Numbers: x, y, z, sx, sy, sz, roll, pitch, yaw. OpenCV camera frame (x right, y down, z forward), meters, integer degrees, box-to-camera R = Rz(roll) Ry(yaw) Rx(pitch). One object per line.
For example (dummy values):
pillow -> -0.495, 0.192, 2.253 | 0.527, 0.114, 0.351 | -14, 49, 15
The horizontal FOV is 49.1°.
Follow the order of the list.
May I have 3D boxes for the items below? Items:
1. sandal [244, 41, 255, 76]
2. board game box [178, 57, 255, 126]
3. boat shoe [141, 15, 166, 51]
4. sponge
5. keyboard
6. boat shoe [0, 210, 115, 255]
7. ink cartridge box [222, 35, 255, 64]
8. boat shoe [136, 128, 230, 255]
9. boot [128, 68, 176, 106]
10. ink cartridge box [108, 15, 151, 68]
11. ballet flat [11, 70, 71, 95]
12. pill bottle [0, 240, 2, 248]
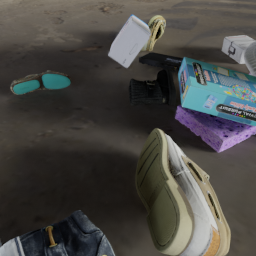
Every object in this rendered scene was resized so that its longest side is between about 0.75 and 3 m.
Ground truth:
sandal -> 4.481, -1.899, 9.156 | 1.199, 0.724, 2.946 | -5, 46, 19
board game box -> 2.390, -0.830, 6.546 | 2.321, 0.545, 1.752 | 15, 34, -2
boat shoe -> 1.116, -3.958, 11.792 | 0.842, 0.976, 2.676 | 23, 42, 14
sponge -> 2.811, -0.426, 7.263 | 2.838, 0.423, 1.583 | -19, 42, -26
keyboard -> 1.531, -2.241, 9.933 | 2.317, 0.297, 1.391 | 17, 33, 24
boat shoe -> -0.497, 2.108, 3.211 | 1.291, 1.006, 2.843 | -25, 40, -24
ink cartridge box -> 4.421, -3.028, 10.741 | 1.016, 0.583, 1.399 | -8, 36, -11
boat shoe -> 0.821, 1.020, 4.879 | 0.977, 1.068, 2.857 | 22, 26, -15
boot -> 0.656, -1.239, 8.173 | 1.292, 0.650, 1.728 | 0, 34, 0
ink cartridge box -> 0.058, -3.085, 9.811 | 0.812, 1.387, 1.920 | 32, 23, -16
ballet flat -> -2.668, -1.469, 8.576 | 1.782, 0.604, 0.671 | -13, 40, -12
pill bottle -> -2.723, 1.868, 3.464 | 2.017, 1.132, 1.132 | -8, 37, -11
